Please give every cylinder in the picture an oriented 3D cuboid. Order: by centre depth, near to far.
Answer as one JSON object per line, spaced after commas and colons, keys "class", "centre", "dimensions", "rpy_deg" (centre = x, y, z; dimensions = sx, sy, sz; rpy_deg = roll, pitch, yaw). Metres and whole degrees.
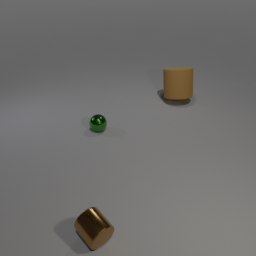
{"class": "cylinder", "centre": [-0.801, 2.372, 6.664], "dimensions": [0.700, 0.700, 0.700], "rpy_deg": [-25, 49, -35]}
{"class": "cylinder", "centre": [2.412, -2.167, 13.453], "dimensions": [1.400, 1.400, 1.400], "rpy_deg": [-3, 16, 1]}

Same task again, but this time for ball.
{"class": "ball", "centre": [-1.194, -0.203, 11.219], "dimensions": [0.700, 0.700, 0.700], "rpy_deg": [0, 30, 0]}
